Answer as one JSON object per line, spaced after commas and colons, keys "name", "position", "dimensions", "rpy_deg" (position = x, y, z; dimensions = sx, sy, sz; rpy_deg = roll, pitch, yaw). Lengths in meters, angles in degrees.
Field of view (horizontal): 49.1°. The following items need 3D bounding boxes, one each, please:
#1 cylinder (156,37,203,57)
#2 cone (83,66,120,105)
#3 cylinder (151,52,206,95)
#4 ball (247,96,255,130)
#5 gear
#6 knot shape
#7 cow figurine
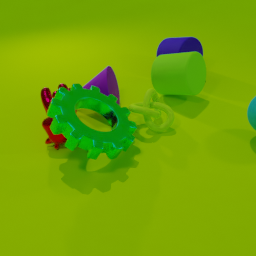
{"name": "cylinder", "position": [1.682, -2.391, 9.157], "dimensions": [1.094, 1.094, 1.094], "rpy_deg": [-23, 25, -28]}
{"name": "cone", "position": [-0.937, -0.973, 7.496], "dimensions": [1.164, 1.160, 1.160], "rpy_deg": [-9, 34, 12]}
{"name": "cylinder", "position": [1.430, -1.516, 7.901], "dimensions": [1.153, 1.153, 1.153], "rpy_deg": [7, 32, 41]}
{"name": "ball", "position": [3.178, -0.327, 6.169], "dimensions": [1.017, 1.017, 1.017], "rpy_deg": [0, 36, 0]}
{"name": "gear", "position": [-0.721, -0.181, 5.922], "dimensions": [1.863, 0.344, 1.863], "rpy_deg": [21, 39, -18]}
{"name": "knot shape", "position": [0.520, -0.446, 6.828], "dimensions": [1.050, 0.519, 1.122], "rpy_deg": [1, 55, -31]}
{"name": "cow figurine", "position": [-1.580, -0.272, 6.703], "dimensions": [0.837, 1.501, 1.525], "rpy_deg": [-13, -1, 3]}
